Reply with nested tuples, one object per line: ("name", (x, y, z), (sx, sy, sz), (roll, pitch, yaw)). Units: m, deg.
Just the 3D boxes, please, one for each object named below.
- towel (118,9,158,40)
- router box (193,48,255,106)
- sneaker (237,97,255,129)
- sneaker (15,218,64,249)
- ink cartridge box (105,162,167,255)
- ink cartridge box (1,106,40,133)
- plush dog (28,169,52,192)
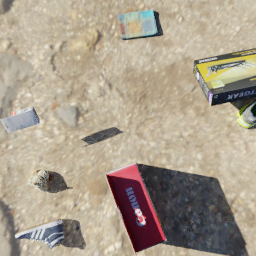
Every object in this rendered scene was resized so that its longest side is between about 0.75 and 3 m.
("towel", (0.427, -4.592, 12.404), (1.641, 0.178, 1.203), (-9, 81, -1))
("router box", (4.265, -2.101, 11.300), (2.713, 0.708, 2.133), (-12, 51, -2))
("sneaker", (5.691, -1.160, 11.430), (1.032, 1.130, 2.792), (38, 85, 3))
("sneaker", (-3.397, 4.288, 10.928), (1.852, 0.649, 1.005), (-16, 81, -5))
("ink cartridge box", (0.266, 2.778, 10.176), (1.209, 2.532, 2.884), (-22, 83, -2))
("ink cartridge box", (-3.984, -0.310, 10.402), (1.224, 0.308, 0.667), (-17, 126, -3))
("plush dog", (-3.520, 2.036, 11.295), (0.894, 0.717, 0.768), (30, 60, 4))
